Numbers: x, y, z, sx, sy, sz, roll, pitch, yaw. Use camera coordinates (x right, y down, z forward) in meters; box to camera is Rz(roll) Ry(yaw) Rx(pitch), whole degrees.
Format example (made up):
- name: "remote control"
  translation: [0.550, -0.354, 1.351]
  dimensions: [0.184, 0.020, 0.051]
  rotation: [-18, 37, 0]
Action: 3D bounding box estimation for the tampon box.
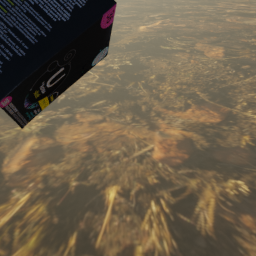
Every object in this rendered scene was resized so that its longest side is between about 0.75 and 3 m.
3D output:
- name: "tampon box"
  translation: [-1.943, -1.775, 5.958]
  dimensions: [1.836, 2.179, 2.908]
  rotation: [45, 76, 2]
